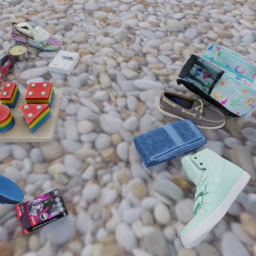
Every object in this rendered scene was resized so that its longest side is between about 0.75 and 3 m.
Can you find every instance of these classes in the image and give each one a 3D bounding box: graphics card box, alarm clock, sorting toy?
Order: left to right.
[{"bbox_3d":[-4.125,-2.909,10.882,1.153,0.384,0.778,2,50,4],"label":"alarm clock"},{"bbox_3d":[-3.285,-0.594,8.729,2.083,0.725,2.071,0,50,0],"label":"sorting toy"},{"bbox_3d":[-2.108,2.024,6.863,1.116,0.284,0.700,-20,53,-17],"label":"graphics card box"}]

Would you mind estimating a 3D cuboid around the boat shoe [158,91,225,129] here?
[{"bbox_3d":[2.010,-0.596,8.794,2.148,0.639,0.772,20,53,16],"label":"boat shoe"}]

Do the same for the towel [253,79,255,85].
[{"bbox_3d":[4.234,-1.465,9.713,1.322,0.372,1.545,-35,59,-29],"label":"towel"}]

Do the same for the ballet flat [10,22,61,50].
[{"bbox_3d":[-3.820,-3.777,11.307,2.332,0.830,0.806,20,55,15],"label":"ballet flat"}]

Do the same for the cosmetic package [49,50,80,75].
[{"bbox_3d":[-2.405,-2.497,10.614,0.794,0.272,1.053,10,50,12],"label":"cosmetic package"}]

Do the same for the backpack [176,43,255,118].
[{"bbox_3d":[2.997,-1.374,8.549,2.354,1.772,2.090,45,23,22],"label":"backpack"}]

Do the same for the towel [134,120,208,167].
[{"bbox_3d":[1.205,0.363,8.112,1.949,0.473,1.088,-19,52,-15],"label":"towel"}]

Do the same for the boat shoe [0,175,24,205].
[{"bbox_3d":[-3.328,1.388,6.549,0.612,1.784,0.751,-43,34,13],"label":"boat shoe"}]

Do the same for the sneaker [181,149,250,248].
[{"bbox_3d":[1.674,1.545,6.788,1.564,0.976,2.652,38,50,21],"label":"sneaker"}]

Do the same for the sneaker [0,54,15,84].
[{"bbox_3d":[-4.760,-1.973,9.973,0.661,0.714,1.772,1,41,20],"label":"sneaker"}]
